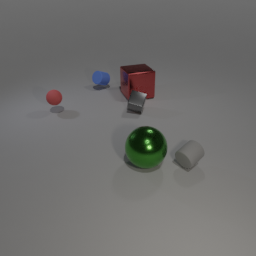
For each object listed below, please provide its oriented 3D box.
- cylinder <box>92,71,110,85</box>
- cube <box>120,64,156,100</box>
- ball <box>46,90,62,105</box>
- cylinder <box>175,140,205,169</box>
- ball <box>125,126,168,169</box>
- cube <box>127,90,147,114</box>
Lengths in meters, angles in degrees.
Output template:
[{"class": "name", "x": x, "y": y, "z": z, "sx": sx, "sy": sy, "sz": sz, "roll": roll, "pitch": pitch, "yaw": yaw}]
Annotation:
[{"class": "cylinder", "x": -1.432, "y": -2.660, "z": 14.954, "sx": 0.700, "sy": 0.700, "sz": 0.700, "roll": 22, "pitch": 14, "yaw": 32}, {"class": "cube", "x": 0.470, "y": -2.344, "z": 14.216, "sx": 1.400, "sy": 1.400, "sz": 1.400, "roll": -10, "pitch": 31, "yaw": -16}, {"class": "ball", "x": -3.276, "y": -1.351, "z": 12.433, "sx": 0.700, "sy": 0.700, "sz": 0.700, "roll": 0, "pitch": 31, "yaw": 0}, {"class": "cylinder", "x": 2.036, "y": 0.871, "z": 9.247, "sx": 0.700, "sy": 0.700, "sz": 0.700, "roll": -36, "pitch": 44, "yaw": -27}, {"class": "ball", "x": 0.596, "y": 0.633, "z": 9.218, "sx": 1.400, "sy": 1.400, "sz": 1.400, "roll": 0, "pitch": 31, "yaw": 0}, {"class": "cube", "x": 0.396, "y": -1.175, "z": 12.671, "sx": 0.700, "sy": 0.700, "sz": 0.700, "roll": 17, "pitch": 67, "yaw": 5}]
